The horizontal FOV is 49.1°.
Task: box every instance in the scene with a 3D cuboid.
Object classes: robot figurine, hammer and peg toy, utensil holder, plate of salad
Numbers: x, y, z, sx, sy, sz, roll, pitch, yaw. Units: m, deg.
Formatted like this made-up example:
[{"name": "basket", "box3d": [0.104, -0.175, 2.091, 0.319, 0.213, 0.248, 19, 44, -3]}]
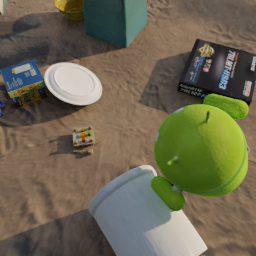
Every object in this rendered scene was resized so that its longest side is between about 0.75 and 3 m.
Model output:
[{"name": "robot figurine", "box3d": [1.377, 0.481, 5.103, 1.469, 2.539, 2.228, 36, 91, 29]}, {"name": "hammer and peg toy", "box3d": [-1.348, 0.362, 8.453, 0.677, 0.325, 0.921, -7, 56, -5]}, {"name": "utensil holder", "box3d": [0.420, 2.228, 6.259, 1.825, 1.825, 2.147, -27, 60, -18]}, {"name": "plate of salad", "box3d": [-1.852, -1.474, 9.533, 1.981, 0.476, 1.981, 16, 48, -18]}]

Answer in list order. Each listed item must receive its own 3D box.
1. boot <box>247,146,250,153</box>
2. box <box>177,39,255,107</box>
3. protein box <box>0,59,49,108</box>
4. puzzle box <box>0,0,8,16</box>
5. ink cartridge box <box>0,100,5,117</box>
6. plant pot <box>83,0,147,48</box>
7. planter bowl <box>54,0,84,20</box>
[{"name": "boot", "box3d": [3.198, 0.386, 8.312, 0.406, 0.527, 1.104, -22, 58, -15]}, {"name": "box", "box3d": [3.259, -1.964, 9.923, 2.430, 0.608, 2.448, 19, 58, 14]}, {"name": "protein box", "box3d": [-3.478, -1.510, 9.464, 1.180, 0.796, 1.171, -23, 58, -15]}, {"name": "puzzle box", "box3d": [-3.523, -3.534, 7.662, 0.096, 0.752, 0.500, 12, 72, 0]}, {"name": "ink cartridge box", "box3d": [-4.636, -0.601, 9.031, 1.232, 0.470, 0.840, -30, 60, -17]}, {"name": "plant pot", "box3d": [-0.462, -5.043, 10.701, 1.988, 2.815, 1.990, 24, 58, 15]}, {"name": "planter bowl", "box3d": [-2.255, -5.158, 12.057, 1.720, 0.716, 1.720, 0, 55, 0]}]
